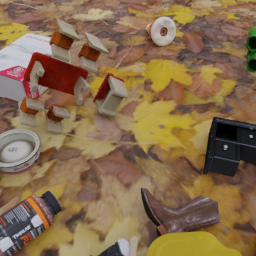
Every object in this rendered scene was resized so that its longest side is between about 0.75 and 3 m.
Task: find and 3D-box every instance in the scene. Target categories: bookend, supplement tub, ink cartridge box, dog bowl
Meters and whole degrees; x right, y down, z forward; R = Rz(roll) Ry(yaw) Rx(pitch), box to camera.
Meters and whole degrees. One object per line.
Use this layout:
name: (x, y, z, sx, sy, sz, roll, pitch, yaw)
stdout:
bookend: (3.012, 0.615, 7.680, 1.623, 0.752, 1.633, 13, 46, 13)
supplement tub: (-2.264, 2.056, 6.124, 1.592, 0.851, 0.851, -34, 53, -29)
ink cartridge box: (-3.687, -2.271, 10.358, 2.006, 1.152, 2.762, 18, 47, 18)
dog bowl: (-3.105, 0.681, 7.784, 1.404, 0.518, 1.404, 0, 45, 0)

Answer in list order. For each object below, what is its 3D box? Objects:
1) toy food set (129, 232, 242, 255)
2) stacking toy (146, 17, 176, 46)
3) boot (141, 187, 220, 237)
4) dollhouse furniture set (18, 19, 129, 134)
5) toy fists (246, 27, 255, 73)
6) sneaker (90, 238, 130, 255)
toy food set: (1.076, 2.819, 5.494, 2.293, 0.749, 1.349, 0, 29, -3)
stacking toy: (1.304, -4.501, 12.949, 1.242, 1.242, 1.699, -17, 28, -17)
boot: (1.235, 1.806, 6.618, 1.573, 0.505, 1.466, -19, 60, -15)
dollhouse furniture set: (-1.578, -1.401, 8.515, 2.943, 2.975, 1.532, 16, 31, -35)
toy fists: (3.953, -2.456, 8.804, 0.469, 1.365, 0.696, 10, 44, 35)
sneaker: (-0.158, 3.043, 5.269, 1.010, 0.670, 1.774, -17, 41, -16)
